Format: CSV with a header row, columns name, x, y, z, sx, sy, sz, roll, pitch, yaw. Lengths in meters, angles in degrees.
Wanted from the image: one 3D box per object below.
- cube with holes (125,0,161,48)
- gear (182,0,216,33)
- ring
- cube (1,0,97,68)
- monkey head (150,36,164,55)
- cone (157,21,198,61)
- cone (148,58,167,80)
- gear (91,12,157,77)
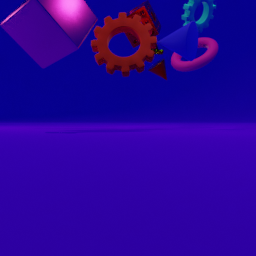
name,x,y,z,sx,sy,sz,roll,pitch,yaw
cube with holes,0.405,-3.329,8.961,0.941,0.941,0.941,-22,27,25
gear,2.006,-3.267,7.913,1.117,1.117,0.207,-1,29,-39
ring,2.307,-2.584,9.811,1.678,1.678,0.336,1,-41,38
cube,-1.656,-2.294,6.059,1.234,1.234,1.234,-15,-49,37
monkey head,1.180,-3.680,12.780,0.886,0.742,1.231,3,-23,-4
cone,1.164,-2.155,7.015,0.939,0.936,0.936,8,5,29
cone,1.508,-2.495,12.554,0.888,0.892,0.888,-35,15,11
gear,-0.104,-2.217,7.431,1.688,1.688,0.312,0,-12,1
